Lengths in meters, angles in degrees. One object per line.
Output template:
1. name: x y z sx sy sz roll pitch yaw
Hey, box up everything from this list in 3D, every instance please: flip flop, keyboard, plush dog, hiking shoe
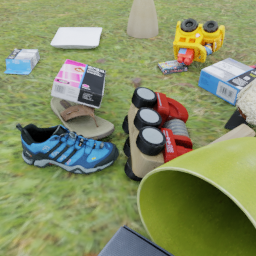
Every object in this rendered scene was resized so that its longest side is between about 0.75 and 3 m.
1. flip flop: -1.464 -0.484 8.282 1.106 0.785 2.727 -26 46 -28
2. keyboard: 3.655 -0.317 8.584 0.861 0.328 1.653 4 35 43
3. plush dog: 4.075 -0.634 7.303 1.889 1.764 2.199 43 24 5
4. hiking shoe: -1.476 0.468 6.904 2.501 1.084 0.930 1 40 2

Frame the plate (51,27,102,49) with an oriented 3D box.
1. plate: -2.333 -4.166 13.065 2.109 0.342 2.114 1 40 0

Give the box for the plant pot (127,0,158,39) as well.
1. plant pot: 0.724 -5.465 13.567 1.596 1.704 1.596 -1 40 0

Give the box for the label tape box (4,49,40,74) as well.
1. label tape box: -4.247 -2.668 11.178 0.996 0.460 1.391 3 38 3

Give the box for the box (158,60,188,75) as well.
1. box: 1.756 -2.412 11.074 0.991 0.187 0.677 -11 41 -13

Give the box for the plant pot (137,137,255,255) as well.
1. plant pot: 1.864 1.201 5.242 2.357 2.357 2.519 30 42 31

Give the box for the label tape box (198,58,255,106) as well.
1. label tape box: 3.907 -1.801 9.926 2.269 0.718 1.637 -26 46 -27

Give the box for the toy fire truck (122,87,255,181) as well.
1. toy fire truck: 1.396 0.110 7.134 2.728 1.755 2.401 10 41 -13

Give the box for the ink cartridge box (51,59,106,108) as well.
1. ink cartridge box: -1.440 -1.563 8.873 1.378 0.540 2.911 15 25 -10

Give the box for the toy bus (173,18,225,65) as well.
1. toy bus: 2.633 -3.132 10.823 1.867 1.267 1.793 11 66 19

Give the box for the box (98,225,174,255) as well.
1. box: 0.011 3.094 4.043 2.168 0.701 2.749 24 45 27

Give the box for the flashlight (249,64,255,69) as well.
1. flashlight: 4.908 -2.389 11.001 0.766 0.259 0.260 -13 44 -17
